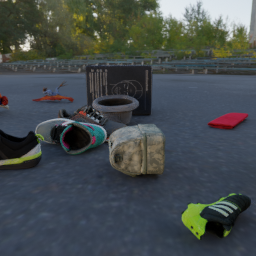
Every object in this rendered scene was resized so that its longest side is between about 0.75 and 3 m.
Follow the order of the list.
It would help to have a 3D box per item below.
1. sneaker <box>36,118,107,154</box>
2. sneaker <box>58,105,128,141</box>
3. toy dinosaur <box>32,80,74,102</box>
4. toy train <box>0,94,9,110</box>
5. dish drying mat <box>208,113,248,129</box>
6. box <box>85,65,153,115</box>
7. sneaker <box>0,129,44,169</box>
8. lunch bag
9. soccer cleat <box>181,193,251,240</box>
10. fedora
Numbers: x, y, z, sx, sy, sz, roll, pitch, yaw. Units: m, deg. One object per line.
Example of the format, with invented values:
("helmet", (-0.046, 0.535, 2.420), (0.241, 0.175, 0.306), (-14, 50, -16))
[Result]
("sneaker", (-1.694, 0.209, 7.506), (2.046, 0.856, 1.236), (3, 4, 8))
("sneaker", (-1.163, -0.188, 8.619), (2.468, 1.011, 0.951), (4, 14, 15))
("toy dinosaur", (-4.111, -1.727, 16.250), (1.891, 1.094, 2.083), (33, 76, 37))
("toy train", (-5.960, -1.644, 12.457), (1.056, 1.444, 2.495), (-9, -2, -2))
("dish drying mat", (3.915, -0.296, 10.809), (0.906, 0.215, 2.360), (9, 17, 34))
("box", (-0.377, -1.751, 12.642), (2.874, 2.133, 1.538), (0, 14, 0))
("sneaker", (-3.023, 0.431, 6.298), (2.191, 0.907, 0.786), (-4, 14, -15))
("lunch bag", (0.143, 0.448, 6.139), (1.142, 0.949, 1.361), (0, 13, -4))
("soccer cleat", (1.361, 1.280, 4.037), (1.308, 0.442, 0.530), (-3, 38, -29))
("fedora", (-0.453, -0.615, 10.548), (1.726, 0.881, 1.951), (-8, 19, -16))
